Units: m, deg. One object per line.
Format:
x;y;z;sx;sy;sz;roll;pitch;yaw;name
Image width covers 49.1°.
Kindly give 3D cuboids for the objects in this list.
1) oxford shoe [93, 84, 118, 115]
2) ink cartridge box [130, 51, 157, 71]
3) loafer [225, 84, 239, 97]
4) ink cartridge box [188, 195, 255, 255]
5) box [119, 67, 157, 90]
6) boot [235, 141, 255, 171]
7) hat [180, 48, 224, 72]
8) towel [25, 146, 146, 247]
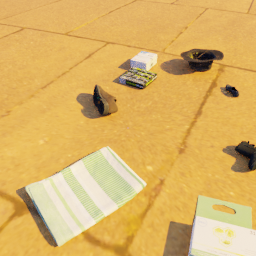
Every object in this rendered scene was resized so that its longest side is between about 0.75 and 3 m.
-0.972;-1.193;11.952;0.861;0.741;2.039;-1;39;-26;oxford shoe
0.848;-3.544;14.884;0.952;0.558;1.300;19;44;23;ink cartridge box
4.804;-1.772;12.846;0.331;0.342;0.974;-9;40;-11;loafer
2.499;2.613;7.273;1.558;0.513;2.141;11;42;14;ink cartridge box
0.503;-2.468;13.738;1.417;0.337;1.368;21;41;25;box
4.062;0.901;9.442;1.158;0.429;0.949;-24;46;-37;boot
3.800;-3.433;14.531;2.172;0.876;2.172;-2;32;2;hat
-1.236;1.792;8.393;2.995;0.350;2.285;-25;46;-28;towel
